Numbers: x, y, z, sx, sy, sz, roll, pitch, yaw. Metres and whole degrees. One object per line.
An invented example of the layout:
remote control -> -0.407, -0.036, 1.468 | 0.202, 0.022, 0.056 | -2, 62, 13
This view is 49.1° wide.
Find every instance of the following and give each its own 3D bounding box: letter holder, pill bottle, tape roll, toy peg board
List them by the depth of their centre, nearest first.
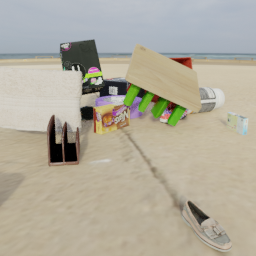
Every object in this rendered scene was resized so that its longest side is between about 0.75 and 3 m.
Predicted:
letter holder -> -1.768, 0.237, 7.819 | 0.781, 1.104, 1.553 | -2, 16, -8
toy peg board -> 1.140, -1.560, 10.604 | 2.756, 1.348, 2.745 | 23, 37, -9
tape roll -> -0.398, -0.959, 12.653 | 2.126, 0.697, 2.126 | -1, 16, 0
pill bottle -> 3.384, -1.298, 12.982 | 2.023, 1.177, 1.177 | -7, 18, -25

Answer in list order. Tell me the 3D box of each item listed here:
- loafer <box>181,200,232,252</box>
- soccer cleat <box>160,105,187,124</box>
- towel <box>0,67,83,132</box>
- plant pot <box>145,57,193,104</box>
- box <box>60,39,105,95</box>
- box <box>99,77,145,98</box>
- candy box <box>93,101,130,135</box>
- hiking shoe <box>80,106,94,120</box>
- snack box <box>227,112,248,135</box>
loafer -> 1.251, 1.573, 4.610 | 0.390, 0.341, 1.086 | -8, 18, -25
soccer cleat -> 1.959, -0.689, 11.734 | 0.633, 0.679, 1.857 | 13, 21, 37
towel -> -2.901, -0.898, 8.824 | 2.960, 1.961, 0.510 | 3, 5, 5
plant pot -> 2.136, -2.527, 15.588 | 2.358, 2.356, 2.078 | -15, 8, -42
box -> -1.732, -2.193, 10.401 | 1.314, 1.770, 1.100 | -11, -3, -15
box -> -0.308, -2.344, 16.620 | 2.126, 1.107, 1.936 | 12, 19, 34
candy box -> -0.569, -0.400, 10.320 | 0.450, 0.929, 1.593 | 14, 21, 39
hiking shoe -> -2.042, -0.655, 11.757 | 1.621, 0.603, 0.703 | -8, 19, -25
snack box -> 3.935, -0.177, 10.135 | 0.191, 0.599, 1.031 | -5, 17, -12
